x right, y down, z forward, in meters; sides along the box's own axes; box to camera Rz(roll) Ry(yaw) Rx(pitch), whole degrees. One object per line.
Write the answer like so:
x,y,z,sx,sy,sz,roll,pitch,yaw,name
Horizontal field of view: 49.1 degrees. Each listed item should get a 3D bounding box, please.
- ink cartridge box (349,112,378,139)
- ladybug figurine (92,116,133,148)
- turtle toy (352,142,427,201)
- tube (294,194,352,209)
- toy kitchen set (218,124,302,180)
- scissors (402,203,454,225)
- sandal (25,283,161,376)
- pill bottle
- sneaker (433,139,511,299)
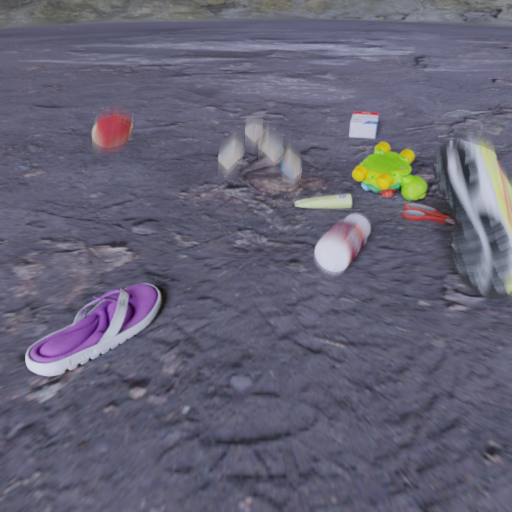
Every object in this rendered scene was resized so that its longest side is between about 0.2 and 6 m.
3.463,-4.210,17.930,0.834,0.483,1.436,7,30,12,ink cartridge box
-2.748,-2.384,10.653,0.850,0.577,0.306,-18,-1,7,ladybug figurine
3.209,-1.874,13.278,1.785,0.902,1.301,28,62,35,turtle toy
1.520,-1.213,12.771,1.286,0.373,0.334,-3,66,1,tube
0.073,-2.039,12.024,1.419,1.137,0.836,42,20,-17,toy kitchen set
4.195,-0.798,12.131,2.155,0.150,0.788,15,30,28,scissors
-2.342,0.943,8.520,1.021,0.616,2.508,15,33,25,sandal
1.648,-0.276,10.461,0.682,0.682,1.244,16,36,27,pill bottle
3.968,-0.659,9.489,1.242,2.750,1.075,-11,-1,-38,sneaker
